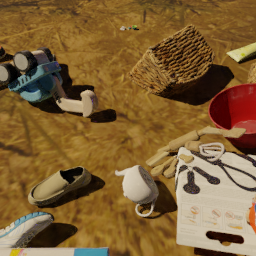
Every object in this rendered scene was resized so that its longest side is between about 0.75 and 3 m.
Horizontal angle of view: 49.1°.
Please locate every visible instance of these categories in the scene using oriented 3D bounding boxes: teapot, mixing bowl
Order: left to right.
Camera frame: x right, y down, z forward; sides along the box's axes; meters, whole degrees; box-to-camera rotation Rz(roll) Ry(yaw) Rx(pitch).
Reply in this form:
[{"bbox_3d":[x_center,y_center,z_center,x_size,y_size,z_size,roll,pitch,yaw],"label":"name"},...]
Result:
[{"bbox_3d":[0.227,1.491,6.898,0.747,1.010,1.023,-38,23,11],"label":"teapot"},{"bbox_3d":[3.473,-0.210,8.082,2.136,1.157,2.136,-13,40,11],"label":"mixing bowl"}]

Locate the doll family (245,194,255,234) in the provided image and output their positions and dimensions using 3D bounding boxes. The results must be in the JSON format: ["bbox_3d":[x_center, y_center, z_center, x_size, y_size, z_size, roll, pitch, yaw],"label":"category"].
[{"bbox_3d":[2.840,2.499,5.188,1.112,1.532,2.468,1,71,15],"label":"doll family"}]

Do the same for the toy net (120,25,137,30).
[{"bbox_3d":[0.013,-4.880,13.532,0.808,0.156,0.424,-2,46,-2],"label":"toy net"}]

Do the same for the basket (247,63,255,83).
[{"bbox_3d":[4.955,-1.284,9.169,1.816,1.296,1.353,0,40,5],"label":"basket"}]

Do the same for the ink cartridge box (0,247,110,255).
[{"bbox_3d":[-1.548,3.163,4.479,2.510,1.815,1.848,0,46,0],"label":"ink cartridge box"}]

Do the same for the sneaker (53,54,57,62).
[{"bbox_3d":[-3.233,-2.177,10.616,0.955,0.672,1.798,-10,37,-3],"label":"sneaker"}]

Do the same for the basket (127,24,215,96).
[{"bbox_3d":[1.688,-2.210,10.448,2.650,1.974,1.891,-36,88,-30],"label":"basket"}]

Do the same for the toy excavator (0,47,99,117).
[{"bbox_3d":[-2.559,-1.340,9.249,2.631,2.705,1.351,-21,13,24],"label":"toy excavator"}]

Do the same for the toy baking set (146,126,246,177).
[{"bbox_3d":[1.603,0.556,7.010,2.589,0.301,1.987,-28,13,14],"label":"toy baking set"}]

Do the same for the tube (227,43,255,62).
[{"bbox_3d":[5.083,-3.228,11.745,1.797,0.466,0.521,-22,11,-14],"label":"tube"}]

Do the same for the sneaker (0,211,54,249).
[{"bbox_3d":[-2.414,2.495,6.043,1.851,0.694,0.802,-26,57,-12],"label":"sneaker"}]

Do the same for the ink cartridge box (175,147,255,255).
[{"bbox_3d":[2.215,1.736,6.815,2.116,0.743,2.604,7,54,6],"label":"ink cartridge box"}]

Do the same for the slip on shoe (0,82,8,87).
[{"bbox_3d":[-4.813,-1.662,10.242,1.150,0.349,0.437,-36,55,-30],"label":"slip on shoe"}]

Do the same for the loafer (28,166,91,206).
[{"bbox_3d":[-1.744,1.382,7.108,1.655,0.565,0.626,-24,50,-22],"label":"loafer"}]

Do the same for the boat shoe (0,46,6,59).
[{"bbox_3d":[-6.481,-3.251,11.445,2.776,0.869,0.988,1,44,-1],"label":"boat shoe"}]
